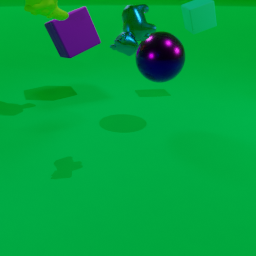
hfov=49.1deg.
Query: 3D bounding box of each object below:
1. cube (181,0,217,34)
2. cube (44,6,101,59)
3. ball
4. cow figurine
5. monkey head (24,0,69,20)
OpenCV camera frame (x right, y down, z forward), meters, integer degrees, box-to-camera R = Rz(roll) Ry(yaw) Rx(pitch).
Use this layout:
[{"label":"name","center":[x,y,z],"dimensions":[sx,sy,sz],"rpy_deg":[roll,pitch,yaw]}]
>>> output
[{"label":"cube","center":[2.520,-4.012,9.990],"dimensions":[0.889,0.889,0.889],"rpy_deg":[-20,35,1]},{"label":"cube","center":[-2.058,-3.501,10.362],"dimensions":[1.360,1.360,1.360],"rpy_deg":[-32,27,-17]},{"label":"ball","center":[0.900,-1.971,7.836],"dimensions":[1.391,1.391,1.391],"rpy_deg":[0,26,0]},{"label":"cow figurine","center":[0.039,-1.753,4.967],"dimensions":[0.901,0.915,0.502],"rpy_deg":[-15,-6,-28]},{"label":"monkey head","center":[-2.365,-3.873,8.196],"dimensions":[1.996,1.203,1.436],"rpy_deg":[12,6,37]}]
